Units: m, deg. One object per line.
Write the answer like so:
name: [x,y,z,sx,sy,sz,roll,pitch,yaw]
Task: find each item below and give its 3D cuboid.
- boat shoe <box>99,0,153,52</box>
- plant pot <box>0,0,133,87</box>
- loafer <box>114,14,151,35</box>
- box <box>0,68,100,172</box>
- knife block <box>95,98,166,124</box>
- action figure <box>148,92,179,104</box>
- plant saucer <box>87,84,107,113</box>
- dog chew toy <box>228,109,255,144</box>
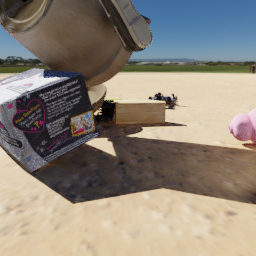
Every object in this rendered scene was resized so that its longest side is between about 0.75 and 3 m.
boat shoe: [-0.189,-1.744,3.911,0.430,1.510,0.505,-8,28,50]
plant pot: [-1.551,-2.653,6.777,2.933,2.933,2.545,6,-1,24]
loafer: [0.053,-2.416,6.526,0.510,0.496,1.398,35,32,19]
box: [-2.084,-0.368,6.083,1.670,1.450,2.528,-28,27,-30]
knife block: [-0.093,-0.514,9.096,2.138,0.684,1.877,11,18,37]
action figure: [1.593,-1.304,12.561,1.145,0.611,1.761,-3,6,31]
plant saucer: [-1.969,-0.713,8.751,2.799,0.412,2.799,-12,30,7]
dog chew toy: [3.274,-0.039,6.610,1.699,1.058,1.058,-5,13,10]
